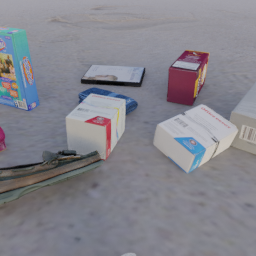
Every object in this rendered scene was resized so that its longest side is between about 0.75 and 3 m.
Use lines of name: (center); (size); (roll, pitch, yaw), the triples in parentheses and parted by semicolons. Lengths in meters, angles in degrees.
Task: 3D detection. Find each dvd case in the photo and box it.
dvd case: (-0.581, -2.282, 12.097); (2.524, 0.221, 1.801); (5, 32, 7)

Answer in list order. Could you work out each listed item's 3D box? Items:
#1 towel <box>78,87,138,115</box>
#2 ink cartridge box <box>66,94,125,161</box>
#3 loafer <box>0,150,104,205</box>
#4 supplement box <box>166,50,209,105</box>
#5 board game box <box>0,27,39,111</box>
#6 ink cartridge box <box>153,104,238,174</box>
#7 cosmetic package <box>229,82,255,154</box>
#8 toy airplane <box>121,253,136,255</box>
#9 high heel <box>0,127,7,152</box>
towel: (-0.708, -0.947, 9.725); (1.962, 0.476, 1.095); (20, 36, 29)
ink cartridge box: (-0.825, -0.088, 7.717); (1.127, 1.122, 1.551); (12, 34, 15)
loafer: (-1.922, 0.888, 6.079); (2.836, 0.892, 1.019); (-18, -5, -24)
supplement box: (2.286, -1.965, 10.561); (1.010, 1.302, 2.359); (13, 34, 20)
board game box: (-4.131, -2.008, 9.399); (1.996, 2.624, 0.590); (15, 35, 21)
ink cartridge box: (1.782, 0.219, 7.417); (1.783, 0.766, 1.306); (-22, 49, -33)
cosmetic package: (3.981, -0.350, 8.200); (1.392, 1.175, 2.606); (21, 35, 31)
toy airplane: (-0.482, 2.375, 3.699); (1.721, 1.220, 1.728); (-1, 22, -13)
high heel: (-3.946, 0.473, 7.205); (1.545, 0.741, 0.520); (-19, 37, -27)
